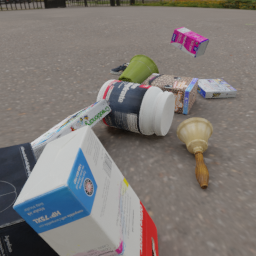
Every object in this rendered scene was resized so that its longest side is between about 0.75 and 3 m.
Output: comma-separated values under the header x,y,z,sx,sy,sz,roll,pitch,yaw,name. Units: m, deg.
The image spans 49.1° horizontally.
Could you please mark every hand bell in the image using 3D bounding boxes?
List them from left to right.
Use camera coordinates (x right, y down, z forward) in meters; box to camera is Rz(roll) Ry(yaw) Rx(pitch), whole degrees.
x,y,z,sx,sy,sz,roll,pitch,yaw,name
2.060,0.811,8.051,1.136,1.136,2.181,1,41,2,hand bell

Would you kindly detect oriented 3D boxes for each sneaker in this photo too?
x,y,z,sx,sy,sz,roll,pitch,yaw,name
-0.220,-3.288,15.463,1.549,0.615,0.608,5,31,11,sneaker

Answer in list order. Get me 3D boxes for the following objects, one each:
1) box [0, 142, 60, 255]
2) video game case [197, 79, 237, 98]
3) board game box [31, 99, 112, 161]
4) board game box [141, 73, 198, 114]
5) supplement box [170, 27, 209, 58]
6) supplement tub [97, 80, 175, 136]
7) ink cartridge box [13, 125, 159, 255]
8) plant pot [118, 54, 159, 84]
x,y,z,sx,sy,sz,roll,pitch,yaw,name
-2.868,1.713,5.510,2.471,1.558,2.513,-13,32,-22,box
4.011,-1.864,13.134,1.476,0.370,1.628,-4,29,-7,video game case
-1.954,0.173,8.430,1.875,0.514,2.969,-22,15,35,board game box
1.748,-1.500,11.833,2.061,0.998,1.643,11,31,20,board game box
2.118,-2.985,9.711,1.127,0.570,0.582,38,46,26,supplement box
0.264,-0.695,9.696,2.383,1.672,1.672,13,32,22,supplement tub
-0.462,1.628,5.011,0.982,2.920,1.697,-24,25,15,ink cartridge box
0.348,-2.286,12.956,1.661,1.661,1.577,18,47,28,plant pot
